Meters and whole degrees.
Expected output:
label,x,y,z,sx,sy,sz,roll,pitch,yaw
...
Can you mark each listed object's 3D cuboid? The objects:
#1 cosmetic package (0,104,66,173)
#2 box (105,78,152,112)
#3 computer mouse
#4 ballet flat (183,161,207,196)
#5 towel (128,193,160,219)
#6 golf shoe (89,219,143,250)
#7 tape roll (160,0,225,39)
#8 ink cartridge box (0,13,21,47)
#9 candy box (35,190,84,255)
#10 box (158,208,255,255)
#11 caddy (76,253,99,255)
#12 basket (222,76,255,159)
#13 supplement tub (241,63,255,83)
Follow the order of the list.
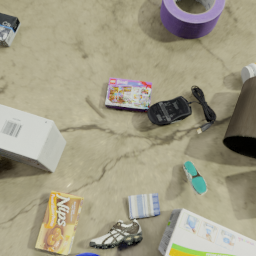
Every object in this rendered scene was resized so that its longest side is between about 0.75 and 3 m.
label,x,y,z,sx,sy,sz,roll,pitch,yaw
cosmetic package,-2.761,0.327,7.433,1.727,1.732,1.065,17,72,5
box,0.032,-1.021,8.634,1.350,0.264,0.924,7,73,2
computer mouse,1.612,-0.322,8.358,1.988,0.458,1.396,-25,74,-16
ballet flat,1.833,1.403,7.624,0.418,0.418,1.165,-12,42,-4
towel,0.436,2.135,7.688,0.854,0.102,0.627,-6,83,-3
golf shoe,-0.333,2.793,7.368,1.407,0.547,0.665,-7,62,-9
tape roll,2.098,-4.033,9.273,1.989,0.845,1.989,0,73,1
ink cartridge box,-4.726,-3.437,9.332,2.016,0.395,1.003,15,74,6
candy box,-1.793,2.493,7.465,0.858,0.411,1.486,12,73,4
box,2.077,2.985,6.852,2.302,1.295,1.167,23,75,6
caddy,-0.949,4.081,6.641,1.438,1.068,2.034,-3,73,-16
basket,3.728,-0.325,7.889,1.826,1.377,2.025,20,70,-5
supplement tub,4.063,-1.693,8.629,0.933,0.674,0.674,-11,73,-3
